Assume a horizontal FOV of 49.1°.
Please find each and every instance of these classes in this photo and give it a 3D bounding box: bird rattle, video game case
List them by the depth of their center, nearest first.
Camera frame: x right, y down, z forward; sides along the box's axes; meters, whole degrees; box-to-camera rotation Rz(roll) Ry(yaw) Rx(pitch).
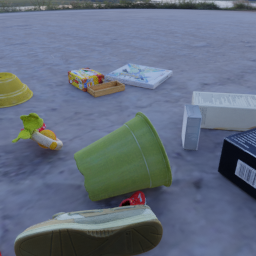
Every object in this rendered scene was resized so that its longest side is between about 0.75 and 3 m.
[{"bbox_3d":[-2.844,0.296,8.999,1.557,1.076,1.909,31,-11,-1],"label":"bird rattle"},{"bbox_3d":[0.654,-2.925,15.494,2.868,0.316,2.614,15,33,26],"label":"video game case"}]

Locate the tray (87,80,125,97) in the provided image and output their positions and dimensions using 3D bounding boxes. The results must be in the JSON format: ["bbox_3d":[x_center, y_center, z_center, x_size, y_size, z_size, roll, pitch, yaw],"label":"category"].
[{"bbox_3d":[-1.068,-1.930,13.738,1.687,0.312,0.832,-17,33,-29],"label":"tray"}]

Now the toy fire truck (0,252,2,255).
[{"bbox_3d":[-2.907,3.129,4.268,1.893,0.654,2.684,-10,31,-18],"label":"toy fire truck"}]

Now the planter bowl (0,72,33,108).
[{"bbox_3d":[-5.794,-1.909,12.929,2.545,1.060,2.545,0,28,0],"label":"planter bowl"}]

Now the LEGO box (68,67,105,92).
[{"bbox_3d":[-2.158,-2.526,14.446,1.237,0.641,1.661,-21,35,-33],"label":"LEGO box"}]

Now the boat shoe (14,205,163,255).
[{"bbox_3d":[-0.765,2.128,5.770,2.896,1.056,0.911,-6,20,-14],"label":"boat shoe"}]

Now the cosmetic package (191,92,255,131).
[{"bbox_3d":[3.837,-0.640,10.703,2.747,0.976,1.445,5,30,10],"label":"cosmetic package"}]

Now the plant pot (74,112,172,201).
[{"bbox_3d":[-0.244,0.908,7.182,2.001,2.107,2.107,-21,34,-12],"label":"plant pot"}]

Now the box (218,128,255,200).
[{"bbox_3d":[3.919,0.958,7.554,1.974,1.244,2.008,-15,32,-25],"label":"box"}]

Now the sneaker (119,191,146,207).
[{"bbox_3d":[0.076,1.857,6.702,0.464,0.512,1.205,16,33,26],"label":"sneaker"}]

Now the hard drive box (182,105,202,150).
[{"bbox_3d":[2.106,-0.033,9.363,0.472,1.228,0.957,4,30,5],"label":"hard drive box"}]
